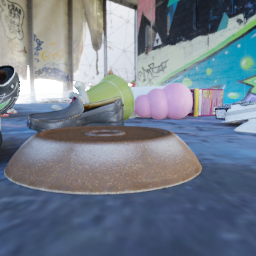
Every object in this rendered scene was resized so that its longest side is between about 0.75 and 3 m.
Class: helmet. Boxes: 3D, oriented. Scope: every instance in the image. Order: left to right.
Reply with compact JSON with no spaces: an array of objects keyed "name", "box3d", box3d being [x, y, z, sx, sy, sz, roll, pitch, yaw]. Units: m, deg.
[{"name":"helmet","box3d":[-5.376,-1.504,10.703,2.264,2.375,2.375,24,-12,-41]}]

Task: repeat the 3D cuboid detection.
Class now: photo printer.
[{"name":"photo printer","box3d":[0.412,-1.236,12.769,2.654,0.921,2.208,4,26,36]}]

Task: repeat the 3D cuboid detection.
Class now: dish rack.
[{"name":"dish rack","box3d":[3.814,-0.518,8.144,1.935,0.491,2.255,-9,-2,27]}]

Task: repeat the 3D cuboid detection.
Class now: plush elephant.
[{"name":"plush elephant","box3d":[-1.435,-0.372,7.059,0.977,1.261,1.039,-28,6,-24]}]

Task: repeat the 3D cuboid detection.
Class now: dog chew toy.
[{"name":"dog chew toy","box3d":[1.270,-0.931,10.655,2.218,1.381,1.381,-9,6,-2]}]

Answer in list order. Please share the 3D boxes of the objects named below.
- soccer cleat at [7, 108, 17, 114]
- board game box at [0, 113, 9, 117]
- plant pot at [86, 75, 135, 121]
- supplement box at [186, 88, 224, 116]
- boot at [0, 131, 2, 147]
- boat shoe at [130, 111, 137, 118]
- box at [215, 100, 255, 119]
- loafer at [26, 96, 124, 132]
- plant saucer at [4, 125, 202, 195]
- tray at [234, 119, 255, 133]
[{"name":"soccer cleat","box3d":[-6.054,-0.908,14.644,0.258,0.320,0.752,2,7,12]},{"name":"board game box","box3d":[-6.096,-0.618,12.791,0.773,0.146,1.501,-7,9,-41]},{"name":"plant pot","box3d":[-0.844,-0.707,8.472,1.542,1.542,1.464,5,23,40]},{"name":"supplement box","box3d":[3.396,-1.181,12.839,1.900,1.244,0.980,-3,6,-34]},{"name":"boot","box3d":[-2.995,0.013,3.294,2.712,0.982,1.957,1,6,-28]},{"name":"boat shoe","box3d":[-0.488,-0.671,11.226,1.670,0.600,0.497,3,5,-18]},{"name":"box","box3d":[4.584,-0.710,10.477,1.655,0.504,2.053,-18,12,-36]},{"name":"loafer","box3d":[-1.117,-0.326,6.196,2.157,0.780,0.785,-5,26,-21]},{"name":"plant saucer","box3d":[-0.281,0.244,3.474,2.324,0.425,2.324,0,5,0]},{"name":"tray","box3d":[4.028,-0.115,7.315,1.512,0.312,2.817,4,7,41]}]
